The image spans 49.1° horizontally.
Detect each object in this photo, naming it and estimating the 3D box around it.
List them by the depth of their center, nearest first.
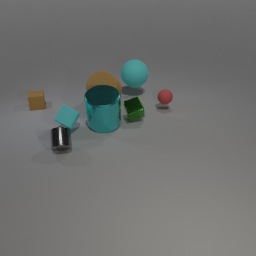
[{"bbox_3d":[-2.362,0.393,9.866,0.700,0.700,0.700,-5,72,-9],"label":"cylinder"},{"bbox_3d":[-2.399,-0.427,11.105,0.700,0.700,0.700,27,-8,-2],"label":"cube"},{"bbox_3d":[-0.986,-0.768,11.200,1.400,1.400,1.400,0,45,0],"label":"cylinder"},{"bbox_3d":[0.262,-0.790,11.886,0.700,0.700,0.700,-20,63,-3],"label":"cube"},{"bbox_3d":[-1.061,-1.811,12.822,1.400,1.400,1.400,4,2,7],"label":"cylinder"},{"bbox_3d":[1.717,-1.438,12.916,0.700,0.700,0.700,0,29,0],"label":"ball"},{"bbox_3d":[-4.313,-1.310,13.232,0.700,0.700,0.700,-7,30,-13],"label":"cube"},{"bbox_3d":[0.337,-2.776,14.325,1.400,1.400,1.400,0,29,0],"label":"ball"}]
